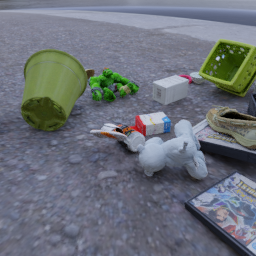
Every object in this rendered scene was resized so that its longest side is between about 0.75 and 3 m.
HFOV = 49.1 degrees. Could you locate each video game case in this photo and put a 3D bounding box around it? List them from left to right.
[{"bbox_3d":[3.756,0.202,9.659,2.993,0.382,2.705,14,31,44],"label":"video game case"},{"bbox_3d":[2.802,2.007,6.795,1.912,0.270,2.115,-23,32,-23],"label":"video game case"}]

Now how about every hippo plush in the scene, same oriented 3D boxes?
[{"bbox_3d":[1.262,0.926,8.264,1.708,1.692,2.125,-21,15,19],"label":"hippo plush"}]

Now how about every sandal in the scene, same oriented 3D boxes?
[{"bbox_3d":[-0.631,0.072,8.913,1.536,0.588,0.440,5,69,42],"label":"sandal"}]

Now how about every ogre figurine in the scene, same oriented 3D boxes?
[{"bbox_3d":[-0.861,-2.018,13.364,2.570,1.261,1.541,-32,58,-21],"label":"ogre figurine"}]

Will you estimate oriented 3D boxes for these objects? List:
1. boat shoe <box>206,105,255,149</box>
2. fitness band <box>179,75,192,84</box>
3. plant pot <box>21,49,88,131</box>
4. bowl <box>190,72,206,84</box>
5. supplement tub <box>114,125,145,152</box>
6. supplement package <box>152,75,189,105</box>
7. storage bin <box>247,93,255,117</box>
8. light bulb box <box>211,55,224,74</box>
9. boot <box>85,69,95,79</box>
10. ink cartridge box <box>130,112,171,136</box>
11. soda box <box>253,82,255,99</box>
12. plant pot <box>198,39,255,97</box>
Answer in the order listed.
[{"bbox_3d":[3.534,-0.255,9.163,1.032,0.883,2.816,-14,23,-14],"label":"boat shoe"},{"bbox_3d":[3.135,-2.677,15.449,0.729,0.190,1.015,7,32,4],"label":"fitness band"},{"bbox_3d":[-3.079,-1.286,11.073,2.688,2.688,2.553,0,43,0],"label":"plant pot"},{"bbox_3d":[3.836,-2.678,15.192,0.942,0.424,0.942,0,29,0],"label":"bowl"},{"bbox_3d":[0.001,0.318,9.629,0.668,0.668,1.090,-21,33,-32],"label":"supplement tub"},{"bbox_3d":[2.000,-1.808,13.190,1.529,0.894,0.897,-21,36,-32],"label":"supplement package"},{"bbox_3d":[5.621,-0.683,11.327,1.175,0.815,1.738,6,29,10],"label":"storage bin"},{"bbox_3d":[5.859,-3.484,16.012,1.594,1.003,1.608,24,37,35],"label":"light bulb box"},{"bbox_3d":[-2.786,-3.054,15.729,1.238,0.580,1.593,23,41,35],"label":"boot"},{"bbox_3d":[0.809,-0.140,10.690,1.434,0.482,0.833,-9,31,-15],"label":"ink cartridge box"},{"bbox_3d":[6.739,-2.108,13.735,0.944,0.877,2.765,13,32,22],"label":"soda box"},{"bbox_3d":[5.058,-2.801,13.517,1.891,2.084,2.074,26,7,-43],"label":"plant pot"}]
